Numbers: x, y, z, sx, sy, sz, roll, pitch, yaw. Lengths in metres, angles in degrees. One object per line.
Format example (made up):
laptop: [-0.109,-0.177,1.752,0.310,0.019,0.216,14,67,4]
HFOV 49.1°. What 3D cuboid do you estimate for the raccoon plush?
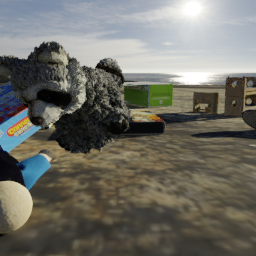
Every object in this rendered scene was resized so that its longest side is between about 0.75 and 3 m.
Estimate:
raccoon plush: [-0.981,-0.894,4.641,1.358,1.881,2.808,-24,38,11]

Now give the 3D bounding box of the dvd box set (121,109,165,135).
dvd box set: [-0.061,-0.232,8.248,1.819,0.365,2.486,0,11,-5]

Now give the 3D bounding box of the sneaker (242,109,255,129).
sneaker: [4.029,-0.308,7.832,1.512,0.575,1.092,15,27,23]

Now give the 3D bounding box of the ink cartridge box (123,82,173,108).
ink cartridge box: [0.332,-1.614,13.500,2.994,1.134,2.213,-8,14,-30]

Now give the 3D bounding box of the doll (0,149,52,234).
doll: [-1.774,0.557,3.505,1.694,0.602,2.482,-10,15,-35]

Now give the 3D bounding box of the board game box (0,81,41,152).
board game box: [-2.611,-0.404,6.269,2.013,0.563,1.971,10,40,35]

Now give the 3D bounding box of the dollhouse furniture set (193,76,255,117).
dollhouse furniture set: [3.865,-1.320,11.063,1.452,1.444,2.061,-11,15,-44]

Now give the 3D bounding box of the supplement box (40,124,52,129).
supplement box: [-2.781,-0.391,8.177,1.054,0.709,1.056,-1,11,-7]
